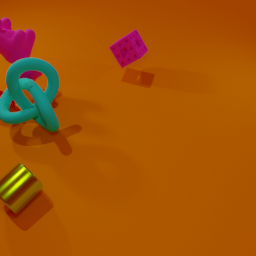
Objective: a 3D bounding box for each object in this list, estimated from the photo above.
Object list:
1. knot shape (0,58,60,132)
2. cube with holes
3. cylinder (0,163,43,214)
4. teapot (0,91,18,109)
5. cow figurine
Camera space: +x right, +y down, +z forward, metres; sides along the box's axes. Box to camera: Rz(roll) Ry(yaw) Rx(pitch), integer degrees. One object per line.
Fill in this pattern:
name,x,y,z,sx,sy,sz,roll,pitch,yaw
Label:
knot shape,-2.288,-0.614,6.836,1.736,1.856,0.857,50,26,0
cube with holes,0.032,-2.398,8.481,0.727,0.727,0.727,-21,21,34
cylinder,-2.249,1.215,5.690,0.736,0.736,0.736,30,60,25
teapot,-3.461,-0.705,7.670,1.082,0.673,0.530,4,75,15
cow figurine,-3.097,-1.972,7.660,1.640,1.614,0.900,27,25,3
